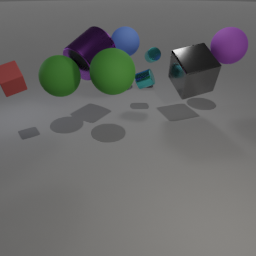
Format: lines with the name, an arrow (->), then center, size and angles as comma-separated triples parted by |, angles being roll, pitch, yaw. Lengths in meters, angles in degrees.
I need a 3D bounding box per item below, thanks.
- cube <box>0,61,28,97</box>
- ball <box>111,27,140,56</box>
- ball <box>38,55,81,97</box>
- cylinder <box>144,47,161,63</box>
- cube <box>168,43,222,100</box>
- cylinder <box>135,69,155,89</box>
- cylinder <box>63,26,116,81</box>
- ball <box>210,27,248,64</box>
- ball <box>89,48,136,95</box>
cube -> -3.666, -1.532, 8.740 | 0.700, 0.700, 0.700 | -26, 66, -19
ball -> -0.140, -4.152, 13.510 | 1.400, 1.400, 1.400 | 0, 28, 0
ball -> -2.318, -1.763, 9.539 | 1.400, 1.400, 1.400 | 0, 28, 0
cylinder -> 1.270, -3.758, 14.456 | 0.700, 0.700, 0.700 | -6, 6, -11
cube -> 2.528, -2.203, 10.890 | 1.400, 1.400, 1.400 | -16, 57, -10
cylinder -> 0.732, -2.114, 12.098 | 0.700, 0.700, 0.700 | -17, 23, 19
cylinder -> -1.366, -2.678, 10.096 | 1.400, 1.400, 1.400 | 22, 59, 35
ball -> 3.952, -3.215, 10.969 | 1.400, 1.400, 1.400 | 0, 28, 0
ball -> -0.470, -1.713, 8.543 | 1.400, 1.400, 1.400 | 0, 28, 0
